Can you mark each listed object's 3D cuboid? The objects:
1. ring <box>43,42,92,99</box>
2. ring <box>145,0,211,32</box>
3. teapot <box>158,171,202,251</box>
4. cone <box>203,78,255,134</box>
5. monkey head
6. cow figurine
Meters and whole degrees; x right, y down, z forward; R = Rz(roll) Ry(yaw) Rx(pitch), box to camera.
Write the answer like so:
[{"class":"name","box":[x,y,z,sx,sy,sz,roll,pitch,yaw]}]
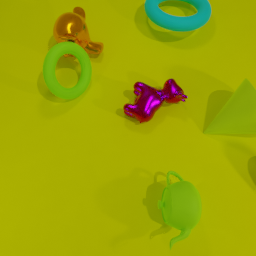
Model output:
[{"class":"ring","box":[-1.529,-1.470,7.236,0.292,1.461,1.461,14,63,41]},{"class":"ring","box":[1.474,-3.559,8.296,1.978,0.396,1.978,2,55,-2]},{"class":"teapot","box":[1.048,1.698,5.951,0.826,1.049,1.687,5,57,-9]},{"class":"cone","box":[2.584,-0.203,7.011,1.516,1.510,1.510,-29,66,18]},{"class":"monkey head","box":[-1.359,-2.599,7.789,1.353,1.133,1.880,6,46,2]},{"class":"cow figurine","box":[0.727,-0.678,7.245,1.387,0.773,1.409,24,79,6]}]
